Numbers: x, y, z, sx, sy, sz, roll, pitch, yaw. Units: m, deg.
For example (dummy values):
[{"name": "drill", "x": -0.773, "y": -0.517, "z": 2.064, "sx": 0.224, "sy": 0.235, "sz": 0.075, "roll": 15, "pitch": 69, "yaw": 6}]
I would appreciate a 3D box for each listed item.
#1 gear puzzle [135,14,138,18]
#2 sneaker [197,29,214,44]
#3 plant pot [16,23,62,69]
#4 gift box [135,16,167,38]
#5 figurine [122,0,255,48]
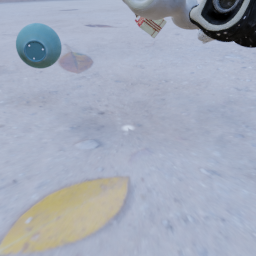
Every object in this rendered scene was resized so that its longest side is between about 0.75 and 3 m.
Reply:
[{"name": "gear puzzle", "x": 0.478, "y": -3.863, "z": 9.011, "sx": 0.178, "sy": 1.356, "sz": 0.702, "roll": 30, "pitch": 79, "yaw": 35}, {"name": "sneaker", "x": 2.543, "y": -3.303, "z": 8.674, "sx": 1.022, "sy": 1.777, "sz": 0.668, "roll": -19, "pitch": 57, "yaw": 23}, {"name": "plant pot", "x": -2.543, "y": -2.236, "z": 7.870, "sx": 1.279, "sy": 1.279, "sz": 0.862, "roll": -5, "pitch": 26, "yaw": -8}, {"name": "gift box", "x": 0.742, "y": -3.360, "z": 8.767, "sx": 0.739, "sy": 0.730, "sz": 0.792, "roll": 26, "pitch": 33, "yaw": -31}, {"name": "figurine", "x": 1.634, "y": -2.514, "z": 6.114, "sx": 2.761, "sy": 1.189, "sz": 2.694, "roll": 30, "pitch": 18, "yaw": 30}]
